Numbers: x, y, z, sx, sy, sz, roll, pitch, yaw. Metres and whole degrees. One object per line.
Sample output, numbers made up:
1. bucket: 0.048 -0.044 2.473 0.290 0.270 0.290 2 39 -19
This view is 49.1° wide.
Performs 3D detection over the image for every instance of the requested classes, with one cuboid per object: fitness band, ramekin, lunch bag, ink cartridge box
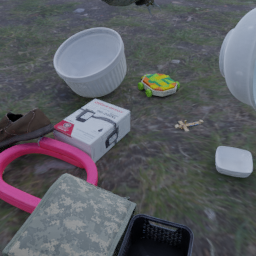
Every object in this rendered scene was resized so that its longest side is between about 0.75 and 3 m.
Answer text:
1. fitness band: -2.125 1.168 7.137 2.815 0.527 2.022 18 42 16
2. ramekin: -1.321 -2.409 10.725 2.688 1.411 2.688 -8 54 12
3. lunch bag: -0.963 2.024 5.426 1.743 1.249 2.125 21 46 12
4. ink cartridge box: -1.036 0.025 8.531 1.450 0.832 1.997 21 42 26

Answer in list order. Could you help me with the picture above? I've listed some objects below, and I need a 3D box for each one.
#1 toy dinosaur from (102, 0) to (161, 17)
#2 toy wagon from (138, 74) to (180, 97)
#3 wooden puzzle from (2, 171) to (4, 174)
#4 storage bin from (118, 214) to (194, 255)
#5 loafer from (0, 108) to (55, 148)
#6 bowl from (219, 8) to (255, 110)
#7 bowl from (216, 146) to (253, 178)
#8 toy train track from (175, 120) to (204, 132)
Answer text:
1. toy dinosaur: -0.142 -4.076 8.172 2.615 1.007 1.338 -17 84 -29
2. toy wagon: 1.127 -1.836 11.408 1.448 0.369 1.866 -18 41 -23
3. wooden puzzle: -4.440 1.123 7.505 1.590 0.320 1.718 -31 46 -34
4. storage bin: 0.425 2.639 5.052 1.230 0.853 1.820 11 39 14
5. loafer: -3.238 -0.030 8.011 2.480 0.880 0.906 -14 9 19
6. bowl: 2.608 -1.477 5.785 2.252 2.252 1.012 -31 35 -35
7. bowl: 2.870 0.967 7.687 0.956 0.357 0.955 11 38 13
8. toy train track: 2.053 -0.156 9.344 1.024 0.167 0.587 -11 38 -15
